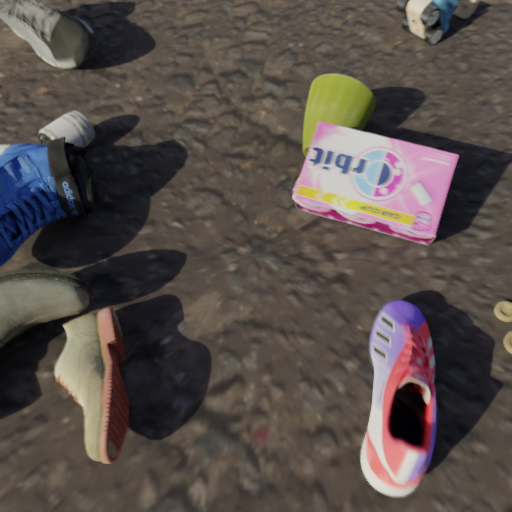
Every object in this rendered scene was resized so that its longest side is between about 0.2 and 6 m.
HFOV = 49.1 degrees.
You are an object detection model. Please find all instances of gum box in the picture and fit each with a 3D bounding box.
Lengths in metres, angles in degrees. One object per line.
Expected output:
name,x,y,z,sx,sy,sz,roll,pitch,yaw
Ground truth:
gum box,1.824,-1.171,8.954,2.347,0.776,1.332,17,84,13

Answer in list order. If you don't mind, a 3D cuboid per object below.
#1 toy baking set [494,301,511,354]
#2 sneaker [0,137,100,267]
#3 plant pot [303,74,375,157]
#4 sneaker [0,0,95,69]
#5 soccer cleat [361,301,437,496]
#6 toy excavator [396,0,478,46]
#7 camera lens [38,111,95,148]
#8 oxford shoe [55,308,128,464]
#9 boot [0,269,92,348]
toy baking set,4.701,0.907,7.949,2.748,0.320,2.109,-37,60,-26
sneaker,-3.387,-0.824,8.489,1.810,1.249,3.254,-6,33,-1
plant pot,1.360,-2.338,10.089,1.234,1.234,1.318,18,74,13
sneaker,-4.800,-4.985,11.609,2.990,1.727,1.122,32,91,30
soccer cleat,1.877,1.499,6.934,0.927,0.995,2.719,17,47,3
toy excavator,4.258,-5.645,12.686,1.835,1.784,0.916,-45,59,2
camera lens,-3.448,-2.153,10.160,0.669,0.669,0.836,31,58,22
oxford shoe,-2.107,1.654,7.131,0.815,0.781,2.207,-12,42,-6
boot,-3.614,1.350,7.331,2.987,1.011,1.951,-10,58,0
